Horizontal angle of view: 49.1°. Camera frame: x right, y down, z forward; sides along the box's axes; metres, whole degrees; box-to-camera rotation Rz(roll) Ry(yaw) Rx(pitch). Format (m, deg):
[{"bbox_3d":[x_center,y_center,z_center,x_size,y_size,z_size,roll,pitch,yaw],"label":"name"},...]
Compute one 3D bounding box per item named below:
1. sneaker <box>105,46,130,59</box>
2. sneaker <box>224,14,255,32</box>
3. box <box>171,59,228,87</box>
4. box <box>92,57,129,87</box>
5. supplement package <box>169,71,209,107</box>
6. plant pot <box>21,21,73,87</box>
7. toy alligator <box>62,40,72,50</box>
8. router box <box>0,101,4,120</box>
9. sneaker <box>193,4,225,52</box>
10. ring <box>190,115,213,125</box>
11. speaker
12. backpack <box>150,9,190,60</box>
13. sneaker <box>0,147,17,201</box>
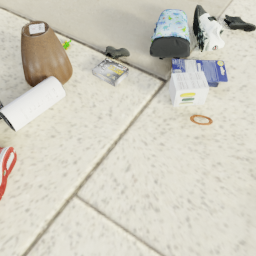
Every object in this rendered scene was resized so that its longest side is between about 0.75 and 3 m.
[{"bbox_3d":[-0.494,-3.375,12.827,1.228,0.466,0.557,12,63,18],"label":"sneaker"},{"bbox_3d":[5.657,-5.328,14.161,1.566,0.470,0.817,8,59,10],"label":"sneaker"},{"bbox_3d":[3.049,-2.382,12.086,2.308,0.374,1.398,2,54,3],"label":"box"},{"bbox_3d":[-0.757,-2.447,12.177,1.286,0.311,1.018,31,60,21],"label":"box"},{"bbox_3d":[2.377,-1.532,11.107,1.276,0.969,0.961,-5,54,-4],"label":"supplement package"},{"bbox_3d":[-3.477,-3.104,11.458,2.106,2.254,2.106,0,54,0],"label":"plant pot"},{"bbox_3d":[-3.028,-3.785,13.177,0.302,0.330,1.113,-10,41,47],"label":"toy alligator"},{"bbox_3d":[-5.538,-0.894,9.790,1.849,2.352,0.614,-30,60,-20],"label":"router box"},{"bbox_3d":[3.895,-4.803,13.493,1.258,1.053,2.843,-4,64,-3],"label":"sneaker"},{"bbox_3d":[2.763,-0.283,10.573,0.867,0.083,0.867,3,28,-2],"label":"ring"},{"bbox_3d":[-3.606,-0.936,10.672,0.990,0.990,2.438,36,62,23],"label":"speaker"},{"bbox_3d":[2.016,-4.383,12.932,1.863,1.756,2.283,5,40,13],"label":"backpack"},{"bbox_3d":[-4.711,1.642,8.993,1.437,0.975,2.488,1,41,11],"label":"sneaker"}]
